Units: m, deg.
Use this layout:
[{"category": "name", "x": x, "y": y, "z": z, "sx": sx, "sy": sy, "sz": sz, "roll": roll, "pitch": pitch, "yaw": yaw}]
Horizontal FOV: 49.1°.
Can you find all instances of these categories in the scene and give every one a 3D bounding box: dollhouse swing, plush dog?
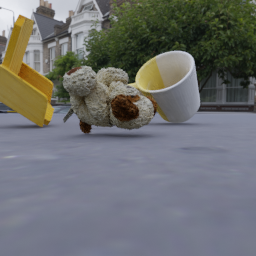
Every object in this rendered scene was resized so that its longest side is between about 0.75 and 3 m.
[{"category": "dollhouse swing", "x": -2.694, "y": -1.733, "z": 8.373, "sx": 2.236, "sy": 2.163, "sz": 2.461, "roll": 35, "pitch": 7, "yaw": -18}, {"category": "plush dog", "x": -0.244, "y": -0.400, "z": 5.344, "sx": 1.510, "sy": 1.410, "sz": 1.758, "roll": 16, "pitch": 15, "yaw": 25}]

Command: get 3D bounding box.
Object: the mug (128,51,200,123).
[{"category": "mug", "x": 1.429, "y": -1.329, "z": 10.060, "sx": 2.529, "sy": 2.026, "sz": 2.076, "roll": 23, "pitch": -24, "yaw": 44}]
